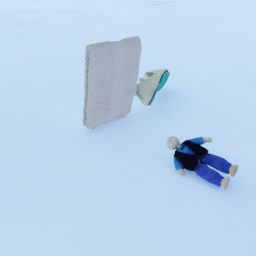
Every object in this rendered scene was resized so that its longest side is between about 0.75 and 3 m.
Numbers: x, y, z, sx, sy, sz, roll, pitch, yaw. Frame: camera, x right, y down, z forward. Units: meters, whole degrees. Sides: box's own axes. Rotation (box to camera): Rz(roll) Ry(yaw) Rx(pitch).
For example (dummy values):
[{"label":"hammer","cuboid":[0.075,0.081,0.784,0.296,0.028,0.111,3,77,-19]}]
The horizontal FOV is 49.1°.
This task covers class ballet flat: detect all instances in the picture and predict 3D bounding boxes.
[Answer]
[{"label":"ballet flat","cuboid":[0.782,-1.560,9.489,0.899,0.899,2.587,10,28,15]}]

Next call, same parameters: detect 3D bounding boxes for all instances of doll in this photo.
[{"label":"doll","cuboid":[1.613,0.668,6.443,1.712,0.415,1.168,30,75,31]}]

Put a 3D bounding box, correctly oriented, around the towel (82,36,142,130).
[{"label":"towel","cuboid":[-0.464,-1.179,7.725,1.676,2.530,0.436,-23,46,-35]}]
